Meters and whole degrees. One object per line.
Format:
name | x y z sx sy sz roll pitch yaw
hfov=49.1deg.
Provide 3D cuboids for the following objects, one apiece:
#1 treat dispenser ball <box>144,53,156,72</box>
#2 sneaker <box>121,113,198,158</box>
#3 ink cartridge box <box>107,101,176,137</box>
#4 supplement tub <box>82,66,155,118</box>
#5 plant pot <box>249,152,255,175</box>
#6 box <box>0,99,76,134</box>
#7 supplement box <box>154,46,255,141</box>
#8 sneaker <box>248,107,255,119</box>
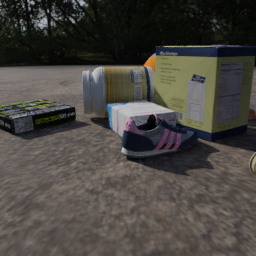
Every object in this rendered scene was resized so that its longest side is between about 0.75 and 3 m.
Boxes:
treat dispenser ball | 2.069 -2.383 13.718 2.907 2.907 2.907 0 16 0
sneaker | 1.045 0.107 8.116 2.706 1.110 0.949 -10 19 -34
ink cartridge box | 0.409 -0.263 9.668 1.639 0.960 2.268 -7 16 -20
supplement tub | -0.408 -1.519 11.883 2.958 2.135 2.135 -2 16 -6
plant pot | 3.204 0.924 6.066 0.834 0.834 0.763 -1 27 -5
box | -3.989 -0.571 11.393 2.660 0.654 2.754 12 20 41
supplement box | 2.619 -1.447 10.174 1.983 2.951 2.954 -11 19 -34
sneaker | 4.603 -0.738 12.187 1.674 0.649 0.938 14 14 9
